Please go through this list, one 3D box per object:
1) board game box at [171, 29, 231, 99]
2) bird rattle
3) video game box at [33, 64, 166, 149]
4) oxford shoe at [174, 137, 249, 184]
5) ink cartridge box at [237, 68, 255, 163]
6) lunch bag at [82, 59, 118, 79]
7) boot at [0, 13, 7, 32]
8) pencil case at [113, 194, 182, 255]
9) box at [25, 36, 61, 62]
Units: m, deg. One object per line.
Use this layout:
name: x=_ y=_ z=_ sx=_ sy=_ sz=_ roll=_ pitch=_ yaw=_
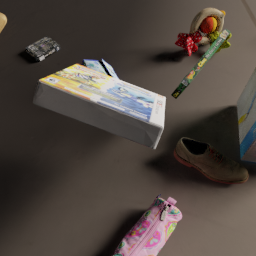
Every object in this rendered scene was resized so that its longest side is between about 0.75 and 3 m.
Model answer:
board game box: x=2.361 y=-2.072 z=9.137 sx=0.285 sy=1.272 sz=2.429 roll=40 pitch=71 yaw=1
bird rattle: x=3.200 y=-4.133 z=11.914 sx=2.300 sy=1.875 sz=1.296 roll=-1 pitch=36 yaw=-12
video game box: x=-0.443 y=-0.680 z=6.822 sx=2.751 sy=0.644 sz=2.506 roll=21 pitch=20 yaw=0
oxford shoe: x=2.592 y=1.008 z=8.687 sx=2.390 sy=0.894 sz=0.842 roll=20 pitch=57 yaw=14
ink cartridge box: x=4.807 y=-0.350 z=9.035 sx=1.890 sy=1.881 sz=2.576 roll=9 pitch=55 yaw=4
lunch bag: x=-1.036 y=-2.057 z=10.945 sx=1.368 sy=0.871 sz=1.163 roll=-4 pitch=52 yaw=-35
boot: x=-7.002 y=-4.050 z=12.326 sx=2.597 sy=0.980 sz=2.965 roll=7 pitch=55 yaw=-11
pencil case: x=0.523 y=2.842 z=7.358 sx=0.977 sy=0.977 sz=2.234 roll=34 pitch=62 yaw=22
box: x=-3.730 y=-3.490 z=12.299 sx=0.951 sy=0.258 sz=1.188 roll=36 pitch=62 yaw=23
